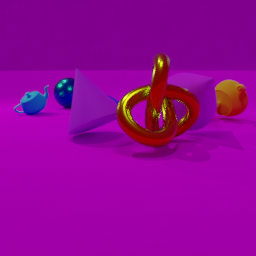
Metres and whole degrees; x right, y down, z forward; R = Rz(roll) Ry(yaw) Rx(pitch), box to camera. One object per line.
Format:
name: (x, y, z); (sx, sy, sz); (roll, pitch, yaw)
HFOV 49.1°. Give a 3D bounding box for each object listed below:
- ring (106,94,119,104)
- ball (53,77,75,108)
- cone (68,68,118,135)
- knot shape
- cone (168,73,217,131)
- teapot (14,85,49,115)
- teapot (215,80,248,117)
ring: (-0.751, -0.972, 9.556); (1.167, 0.233, 1.167); (25, 11, -5)
ball: (-2.350, -1.401, 11.163); (1.212, 1.212, 1.212); (0, 13, 0)
cone: (-0.975, -0.764, 6.673); (1.440, 1.445, 1.440); (-21, -4, -2)
knot shape: (0.767, -0.393, 5.887); (0.918, 1.987, 1.859); (3, -24, 45)
cone: (1.652, -0.856, 6.537); (1.586, 1.586, 1.592); (-2, -12, -8)
teapot: (-3.298, -0.958, 9.796); (1.454, 0.712, 0.904); (-34, 36, -12)
teapot: (3.083, -0.891, 8.673); (0.924, 1.173, 1.887); (-24, -14, -25)
